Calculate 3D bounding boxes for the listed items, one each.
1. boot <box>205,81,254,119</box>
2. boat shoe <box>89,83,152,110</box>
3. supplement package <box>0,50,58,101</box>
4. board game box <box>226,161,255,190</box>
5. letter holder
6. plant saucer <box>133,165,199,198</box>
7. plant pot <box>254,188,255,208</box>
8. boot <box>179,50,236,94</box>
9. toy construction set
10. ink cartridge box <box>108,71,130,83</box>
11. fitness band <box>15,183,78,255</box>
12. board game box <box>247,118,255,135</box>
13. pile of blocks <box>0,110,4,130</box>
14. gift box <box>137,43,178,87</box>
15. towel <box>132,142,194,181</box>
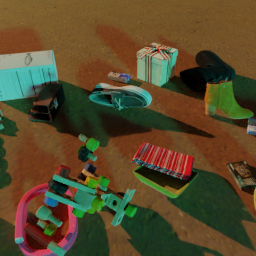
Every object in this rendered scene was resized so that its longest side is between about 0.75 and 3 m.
[{"bbox_3d":[4.339,-1.220,11.867,2.088,1.495,0.735,5,22,9],"label":"boot"},{"bbox_3d":[-0.404,-1.260,12.541,2.926,1.055,1.038,10,49,27],"label":"boat shoe"},{"bbox_3d":[-4.856,-2.551,13.453,2.806,1.646,1.640,-9,40,-11],"label":"supplement package"},{"bbox_3d":[3.935,1.591,9.561,0.741,0.154,1.096,-6,40,-8],"label":"board game box"},{"bbox_3d":[-3.693,-1.168,12.376,1.254,0.887,1.764,3,39,7],"label":"letter holder"},{"bbox_3d":[1.221,1.590,9.146,1.654,0.397,1.657,25,30,27],"label":"plant saucer"},{"bbox_3d":[4.857,2.075,7.792,1.718,1.809,1.809,-10,40,-21],"label":"plant pot"},{"bbox_3d":[3.751,-2.955,14.461,2.407,1.087,2.938,-19,46,-20],"label":"boot"},{"bbox_3d":[-1.057,2.164,7.668,2.187,2.374,2.846,30,67,15],"label":"toy construction set"},{"bbox_3d":[-0.470,-2.696,14.740,1.089,0.241,0.512,16,43,18],"label":"ink cartridge box"},{"bbox_3d":[-2.329,2.605,8.102,1.697,0.442,2.363,-8,41,-10],"label":"fitness band"},{"bbox_3d":[5.510,0.023,11.433,1.164,0.213,0.880,13,41,16],"label":"board game box"},{"bbox_3d":[-5.570,-0.386,11.787,0.527,0.399,1.284,-14,41,-17],"label":"pile of blocks"},{"bbox_3d":[1.461,-3.279,14.262,1.726,1.747,1.870,22,43,25],"label":"gift box"},{"bbox_3d":[1.243,1.059,9.513,1.955,0.220,1.414,17,27,13],"label":"towel"}]
